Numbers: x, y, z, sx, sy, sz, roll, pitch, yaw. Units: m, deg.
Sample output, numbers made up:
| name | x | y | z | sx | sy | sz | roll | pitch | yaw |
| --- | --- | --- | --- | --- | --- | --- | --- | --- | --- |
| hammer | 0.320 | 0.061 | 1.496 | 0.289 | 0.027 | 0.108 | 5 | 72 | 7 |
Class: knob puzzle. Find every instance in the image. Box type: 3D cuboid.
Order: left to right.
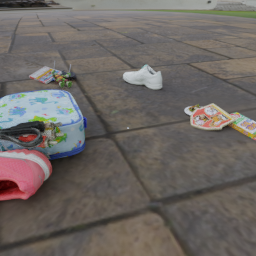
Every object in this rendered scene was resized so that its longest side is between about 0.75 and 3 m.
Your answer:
| name | x | y | z | sx | sy | sz | roll | pitch | yaw |
| --- | --- | --- | --- | --- | --- | --- | --- | --- | --- |
| knob puzzle | 2.654 | -0.363 | 9.262 | 1.440 | 0.200 | 1.440 | -6 | 40 | 5 |

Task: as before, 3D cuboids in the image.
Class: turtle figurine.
| name | x | y | z | sx | sy | sz | roll | pitch | yaw |
| --- | --- | --- | --- | --- | --- | --- | --- | --- | --- |
| turtle figurine | -2.952 | -2.374 | 12.510 | 1.150 | 0.827 | 1.115 | -45 | 58 | 5 |

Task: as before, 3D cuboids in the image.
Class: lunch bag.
| name | x | y | z | sx | sy | sz | roll | pitch | yaw |
| --- | --- | --- | --- | --- | --- | --- | --- | --- | --- |
| lunch bag | -2.481 | -0.152 | 8.077 | 2.327 | 1.193 | 2.894 | -12 | 30 | -18 |

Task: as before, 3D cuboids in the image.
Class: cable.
| name | x | y | z | sx | sy | sz | roll | pitch | yaw |
| --- | --- | --- | --- | --- | --- | --- | --- | --- | --- |
| cable | -2.582 | 0.247 | 6.266 | 2.187 | 0.550 | 1.062 | -9 | 32 | 3 |

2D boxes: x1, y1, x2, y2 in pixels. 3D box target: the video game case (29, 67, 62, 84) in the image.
| name | x | y | z | sx | sy | sz | roll | pitch | yaw |
| --- | --- | --- | --- | --- | --- | --- | --- | --- | --- |
| video game case | -3.975 | -2.560 | 13.484 | 1.404 | 0.123 | 1.004 | 23 | 52 | 37 |

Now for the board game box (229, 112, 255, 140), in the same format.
| name | x | y | z | sx | sy | sz | roll | pitch | yaw |
| --- | --- | --- | --- | --- | --- | --- | --- | --- | --- |
| board game box | 3.783 | -0.078 | 9.028 | 0.725 | 0.227 | 1.517 | -15 | 34 | -23 |

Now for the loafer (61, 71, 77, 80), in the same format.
| name | x | y | z | sx | sy | sz | roll | pitch | yaw |
| --- | --- | --- | --- | --- | --- | --- | --- | --- | --- |
| loafer | -2.994 | -2.478 | 13.479 | 1.176 | 0.370 | 0.423 | 9 | 59 | 26 |

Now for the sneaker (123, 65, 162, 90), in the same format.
| name | x | y | z | sx | sy | sz | roll | pitch | yaw |
| --- | --- | --- | --- | --- | --- | --- | --- | --- | --- |
| sneaker | 0.675 | -2.426 | 12.657 | 2.093 | 0.926 | 0.788 | 20 | 35 | 33 |

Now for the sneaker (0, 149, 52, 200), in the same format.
| name | x | y | z | sx | sy | sz | roll | pitch | yaw |
| --- | --- | --- | --- | --- | --- | --- | --- | --- | --- |
| sneaker | -3.177 | 0.995 | 6.109 | 2.784 | 1.026 | 1.208 | 2 | 29 | 3 |

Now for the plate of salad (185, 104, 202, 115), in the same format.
| name | x | y | z | sx | sy | sz | roll | pitch | yaw |
| --- | --- | --- | --- | --- | --- | --- | --- | --- | --- |
| plate of salad | 2.508 | -0.639 | 10.041 | 0.939 | 0.225 | 0.939 | 1 | 28 | 0 |
